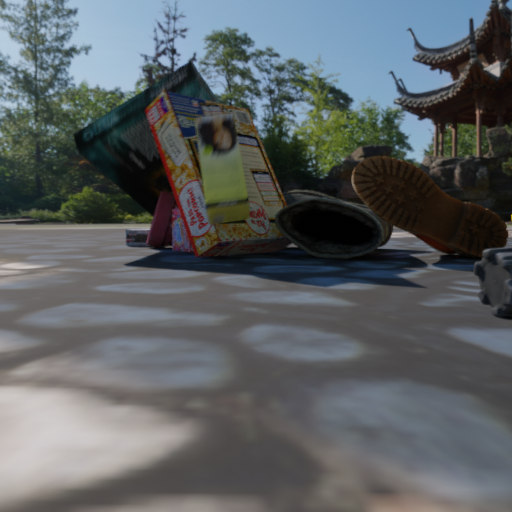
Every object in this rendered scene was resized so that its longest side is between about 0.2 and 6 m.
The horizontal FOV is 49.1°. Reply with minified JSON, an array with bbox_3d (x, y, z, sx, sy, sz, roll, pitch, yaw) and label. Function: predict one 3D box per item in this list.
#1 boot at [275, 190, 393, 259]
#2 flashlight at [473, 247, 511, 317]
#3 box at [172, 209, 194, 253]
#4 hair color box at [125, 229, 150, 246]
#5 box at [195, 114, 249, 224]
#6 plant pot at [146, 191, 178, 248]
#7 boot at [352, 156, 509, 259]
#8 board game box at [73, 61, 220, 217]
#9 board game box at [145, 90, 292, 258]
[{"bbox_3d":[1.044,-0.598,10.812,3.290,1.313,3.619,3,11,21],"label":"boot"},{"bbox_3d":[2.569,0.126,4.076,1.869,0.635,0.633,-2,-28,-3],"label":"flashlight"},{"bbox_3d":[-0.786,-0.536,11.385,1.708,0.877,0.809,-4,5,-34],"label":"box"},{"bbox_3d":[-2.652,-0.461,13.637,0.655,0.401,1.322,0,3,6],"label":"hair color box"},{"bbox_3d":[-0.562,-1.434,9.019,0.698,1.854,0.465,-9,-28,-4],"label":"box"},{"bbox_3d":[-1.738,-0.701,12.397,1.101,1.230,1.230,15,1,-13],"label":"plant pot"},{"bbox_3d":[2.735,-0.737,9.631,2.725,1.022,1.461,29,-3,-5],"label":"boot"},{"bbox_3d":[-1.568,-2.055,12.521,2.840,0.591,4.199,-29,-32,9],"label":"board game box"},{"bbox_3d":[-0.572,-1.464,10.264,0.677,2.923,2.214,-32,-19,38],"label":"board game box"}]
